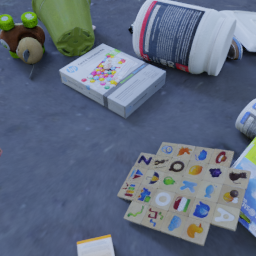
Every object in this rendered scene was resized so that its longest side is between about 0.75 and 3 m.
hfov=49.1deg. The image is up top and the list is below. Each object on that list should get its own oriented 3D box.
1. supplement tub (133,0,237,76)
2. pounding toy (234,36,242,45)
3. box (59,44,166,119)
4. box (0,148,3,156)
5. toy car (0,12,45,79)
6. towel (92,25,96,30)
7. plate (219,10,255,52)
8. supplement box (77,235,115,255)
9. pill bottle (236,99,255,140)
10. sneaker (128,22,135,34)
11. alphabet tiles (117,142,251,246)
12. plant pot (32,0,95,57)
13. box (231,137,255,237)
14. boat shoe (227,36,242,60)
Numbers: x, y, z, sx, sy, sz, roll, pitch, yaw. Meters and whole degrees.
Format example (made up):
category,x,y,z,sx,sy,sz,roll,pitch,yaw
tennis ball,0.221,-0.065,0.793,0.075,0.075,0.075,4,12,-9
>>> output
category,x,y,z,sx,sy,sz,roll,pitch,yaw
supplement tub,1.778,-2.938,9.097,2.858,2.006,2.006,22,51,19
pounding toy,4.261,-3.773,10.831,1.170,0.609,1.331,0,47,0
box,-0.474,-1.612,8.886,2.674,0.551,2.085,30,54,26
box,-2.617,0.273,4.574,0.587,0.918,0.500,-23,26,5
toy car,-3.431,-2.578,9.261,1.466,1.526,1.858,-11,60,-10
towel,-1.914,-3.909,11.271,0.938,0.158,0.982,14,49,14
plate,4.921,-3.722,10.506,2.528,0.409,2.522,-4,50,-21
supplement box,-0.531,2.584,5.101,0.668,0.389,1.059,-9,48,-8
pill bottle,3.696,0.101,6.991,0.985,0.985,1.731,-30,54,-25
sneaker,0.180,-4.047,11.314,0.377,0.277,0.832,-5,49,-9
alphabet tiles,1.096,1.206,5.916,2.569,0.081,2.138,7,50,34
plant pot,-2.096,-3.755,9.969,2.192,2.192,2.081,-15,64,-14
box,2.852,1.135,5.906,1.339,0.523,2.196,42,72,14
boat shoe,3.336,-2.965,10.086,0.743,0.741,2.052,-14,39,-6
